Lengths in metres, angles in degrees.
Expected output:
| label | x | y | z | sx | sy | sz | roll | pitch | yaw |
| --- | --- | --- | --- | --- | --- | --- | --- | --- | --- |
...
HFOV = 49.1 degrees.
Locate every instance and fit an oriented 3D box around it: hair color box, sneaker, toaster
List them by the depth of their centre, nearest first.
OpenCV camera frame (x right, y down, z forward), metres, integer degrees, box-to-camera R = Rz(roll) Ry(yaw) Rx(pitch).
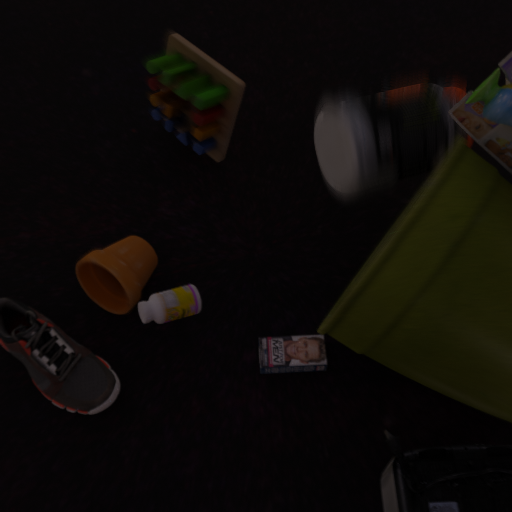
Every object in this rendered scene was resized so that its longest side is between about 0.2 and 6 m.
| label | x | y | z | sx | sy | sz | roll | pitch | yaw |
| --- | --- | --- | --- | --- | --- | --- | --- | --- | --- |
| toaster | 2.426 | 3.113 | 6.508 | 1.781 | 1.169 | 1.969 | -2 | 59 | -1 |
| sneaker | -2.884 | 1.348 | 7.691 | 2.248 | 0.921 | 0.866 | 30 | 64 | 16 |
| hair color box | 0.516 | 1.408 | 8.030 | 0.943 | 0.285 | 0.472 | -3 | 59 | -2 |

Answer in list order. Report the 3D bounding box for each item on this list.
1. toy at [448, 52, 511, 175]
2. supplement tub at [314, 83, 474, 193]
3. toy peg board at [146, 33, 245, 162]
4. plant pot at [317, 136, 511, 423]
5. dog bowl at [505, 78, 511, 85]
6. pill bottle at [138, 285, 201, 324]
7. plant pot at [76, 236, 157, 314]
| label | x | y | z | sx | sy | sz | roll | pitch | yaw |
| --- | --- | --- | --- | --- | --- | --- | --- | --- | --- |
| toy | 3.326 | -0.894 | 6.057 | 2.685 | 1.546 | 0.634 | 46 | 71 | 3 |
| supplement tub | 2.071 | -1.792 | 8.319 | 2.160 | 1.323 | 1.323 | -16 | 61 | -17 |
| toy peg board | -1.199 | -2.523 | 9.366 | 1.612 | 1.605 | 0.788 | 40 | 49 | 17 |
| plant pot | 2.886 | 0.624 | 7.148 | 2.986 | 3.102 | 3.102 | 37 | 66 | 9 |
| dog bowl | 3.964 | -2.101 | 7.489 | 1.319 | 1.319 | 0.487 | 17 | 90 | 10 |
| pill bottle | -1.218 | 0.700 | 7.878 | 0.826 | 0.430 | 0.430 | -14 | 59 | -26 |
| plant pot | -2.007 | 0.204 | 8.417 | 1.005 | 1.005 | 0.920 | 27 | 47 | 15 |
